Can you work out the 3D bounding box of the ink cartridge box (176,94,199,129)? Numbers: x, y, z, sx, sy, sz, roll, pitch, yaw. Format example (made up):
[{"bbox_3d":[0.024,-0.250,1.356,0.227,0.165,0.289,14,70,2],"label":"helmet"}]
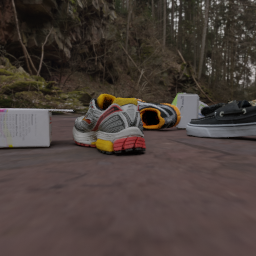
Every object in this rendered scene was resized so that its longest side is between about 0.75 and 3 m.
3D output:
[{"bbox_3d":[1.905,-0.517,8.832,0.605,1.067,1.456,3,5,16],"label":"ink cartridge box"}]

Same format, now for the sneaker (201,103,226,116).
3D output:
[{"bbox_3d":[3.424,-0.734,10.590,1.335,0.503,0.529,0,17,45],"label":"sneaker"}]

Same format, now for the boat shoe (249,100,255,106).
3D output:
[{"bbox_3d":[4.224,-0.482,9.425,2.672,0.914,0.998,-2,4,-30],"label":"boat shoe"}]

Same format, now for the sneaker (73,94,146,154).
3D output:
[{"bbox_3d":[-0.299,-0.098,4.081,0.717,0.757,1.843,-2,3,-30],"label":"sneaker"}]

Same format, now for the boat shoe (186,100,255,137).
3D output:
[{"bbox_3d":[2.207,-0.204,5.346,0.871,0.719,2.539,-3,0,-40],"label":"boat shoe"}]

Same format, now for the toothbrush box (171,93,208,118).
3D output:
[{"bbox_3d":[2.835,-0.934,12.843,1.392,0.823,1.912,29,7,-2],"label":"toothbrush box"}]

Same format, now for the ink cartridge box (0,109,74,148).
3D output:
[{"bbox_3d":[-1.673,-0.014,4.279,1.647,0.559,0.948,-1,3,-13],"label":"ink cartridge box"}]

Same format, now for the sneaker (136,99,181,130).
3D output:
[{"bbox_3d":[0.279,-0.369,8.100,2.359,0.923,0.911,0,12,31],"label":"sneaker"}]
